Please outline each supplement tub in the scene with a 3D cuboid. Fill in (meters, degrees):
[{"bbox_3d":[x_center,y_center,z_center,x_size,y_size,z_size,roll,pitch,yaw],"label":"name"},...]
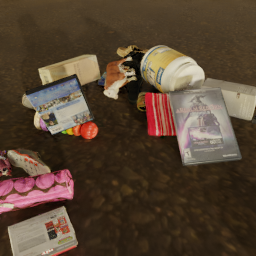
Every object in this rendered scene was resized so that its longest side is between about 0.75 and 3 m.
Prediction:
[{"bbox_3d":[2.105,-2.667,13.590,2.043,2.043,2.825,-16,37,-23],"label":"supplement tub"}]

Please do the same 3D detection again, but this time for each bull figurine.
[{"bbox_3d":[-0.459,-2.588,14.046,1.676,0.899,2.761,-15,44,6],"label":"bull figurine"}]

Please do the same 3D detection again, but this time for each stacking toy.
[{"bbox_3d":[-2.362,-0.118,10.967,2.446,1.044,1.044,17,37,13],"label":"stacking toy"}]

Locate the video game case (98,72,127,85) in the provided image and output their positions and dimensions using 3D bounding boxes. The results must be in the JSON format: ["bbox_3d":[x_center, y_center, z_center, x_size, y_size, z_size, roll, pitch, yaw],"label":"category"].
[{"bbox_3d":[-0.821,-2.634,15.126,1.273,0.289,1.153,8,34,12],"label":"video game case"}]

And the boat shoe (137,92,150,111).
[{"bbox_3d":[1.607,-0.947,12.257,2.451,0.882,0.833,4,48,7],"label":"boat shoe"}]

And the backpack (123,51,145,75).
[{"bbox_3d":[0.470,-3.670,15.932,1.437,1.090,1.722,16,38,3],"label":"backpack"}]

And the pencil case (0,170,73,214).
[{"bbox_3d":[-2.668,1.829,7.951,2.241,1.017,1.050,-11,3,-14],"label":"pencil case"}]

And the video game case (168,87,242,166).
[{"bbox_3d":[2.714,-0.134,10.147,2.055,0.273,2.876,-5,67,-6],"label":"video game case"}]

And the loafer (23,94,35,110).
[{"bbox_3d":[-3.358,-1.117,12.384,2.682,0.964,0.843,1,41,-4],"label":"loafer"}]

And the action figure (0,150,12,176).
[{"bbox_3d":[-4.218,1.270,9.294,1.189,0.796,0.885,31,0,20],"label":"action figure"}]

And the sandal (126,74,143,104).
[{"bbox_3d":[0.297,-1.890,13.935,0.828,0.527,2.204,4,47,4],"label":"sandal"}]

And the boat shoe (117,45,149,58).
[{"bbox_3d":[0.368,-4.919,17.998,2.601,0.839,0.927,25,41,32],"label":"boat shoe"}]

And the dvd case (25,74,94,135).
[{"bbox_3d":[-2.093,-0.683,9.067,1.594,2.235,0.196,-21,56,-5],"label":"dvd case"}]

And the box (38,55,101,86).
[{"bbox_3d":[-2.893,-2.751,14.220,2.824,1.341,1.098,-30,30,-35],"label":"box"}]

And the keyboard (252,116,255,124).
[{"bbox_3d":[6.208,-0.081,11.395,2.094,0.269,1.258,22,40,30],"label":"keyboard"}]

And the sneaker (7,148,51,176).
[{"bbox_3d":[-3.183,1.039,9.371,1.887,0.727,0.773,21,33,26],"label":"sneaker"}]

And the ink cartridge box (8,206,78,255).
[{"bbox_3d":[-2.048,2.782,6.849,1.426,0.598,1.252,-16,37,-22],"label":"ink cartridge box"}]

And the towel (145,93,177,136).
[{"bbox_3d":[2.116,-0.612,11.393,2.811,0.316,2.033,0,61,-2],"label":"towel"}]

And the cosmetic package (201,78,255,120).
[{"bbox_3d":[4.376,-1.303,12.290,2.307,1.232,1.040,13,37,25],"label":"cosmetic package"}]
